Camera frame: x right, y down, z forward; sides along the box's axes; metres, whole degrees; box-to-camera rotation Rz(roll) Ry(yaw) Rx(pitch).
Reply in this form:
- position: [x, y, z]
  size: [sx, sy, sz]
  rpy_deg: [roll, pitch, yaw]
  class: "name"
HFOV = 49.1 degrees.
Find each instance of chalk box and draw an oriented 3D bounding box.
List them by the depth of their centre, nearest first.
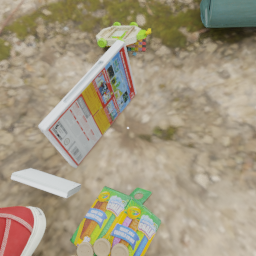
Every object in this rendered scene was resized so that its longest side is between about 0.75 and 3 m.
- position: [-0.142, 1.967, 5.847]
  size: [1.069, 1.077, 1.725]
  rpy_deg: [45, 66, -29]
  class: "chalk box"

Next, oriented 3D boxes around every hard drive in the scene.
- position: [-1.790, 1.207, 6.246]
  size: [1.297, 0.855, 0.170]
  rpy_deg: [15, 91, 9]
  class: "hard drive"

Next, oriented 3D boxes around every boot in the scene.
- position: [-2.881, 2.611, 4.997]
  size: [0.971, 1.934, 2.681]
  rpy_deg: [22, 89, 42]
  class: "boot"

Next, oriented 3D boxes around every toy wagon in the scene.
- position: [-0.108, -2.735, 8.279]
  size: [1.638, 0.324, 1.271]
  rpy_deg: [8, 44, 20]
  class: "toy wagon"

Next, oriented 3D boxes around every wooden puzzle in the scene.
- position: [0.275, -2.620, 8.695]
  size: [0.558, 0.066, 0.941]
  rpy_deg: [2, 66, 1]
  class: "wooden puzzle"

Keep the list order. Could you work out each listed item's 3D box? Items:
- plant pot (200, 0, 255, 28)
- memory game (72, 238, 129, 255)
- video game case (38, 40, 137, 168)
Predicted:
- position: [3.621, -4.148, 7.871]
  size: [2.917, 2.979, 2.979]
  rpy_deg: [-4, 65, 6]
  class: "plant pot"
- position: [-0.423, 2.724, 4.846]
  size: [1.612, 0.103, 1.612]
  rpy_deg: [-1, 85, 17]
  class: "memory game"
- position: [-0.766, -0.503, 6.712]
  size: [0.236, 1.934, 2.704]
  rpy_deg: [28, 68, 25]
  class: "video game case"
